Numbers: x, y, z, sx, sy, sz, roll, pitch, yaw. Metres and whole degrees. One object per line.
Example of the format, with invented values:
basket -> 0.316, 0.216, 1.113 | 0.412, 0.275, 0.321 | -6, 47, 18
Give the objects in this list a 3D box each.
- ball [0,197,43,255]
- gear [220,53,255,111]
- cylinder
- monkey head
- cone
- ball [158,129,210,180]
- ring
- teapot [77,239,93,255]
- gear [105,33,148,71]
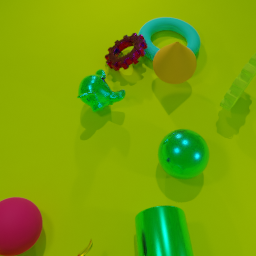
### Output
ball -> -2.431, 2.076, 5.951 | 1.186, 1.186, 1.186 | 0, 60, 0
gear -> 3.110, -1.229, 7.641 | 0.301, 1.630, 1.630 | 36, 66, 16
cylinder -> 0.731, 2.337, 5.781 | 1.103, 1.103, 1.103 | -4, 50, -2
monkey head -> -0.743, -1.038, 7.702 | 1.191, 0.998, 1.656 | -14, 30, 25
cone -> 1.296, -2.012, 7.580 | 1.266, 1.271, 1.266 | -1, 77, 6
ball -> 1.341, 0.633, 6.801 | 1.231, 1.231, 1.231 | 0, 60, 0
ring -> 1.361, -2.901, 9.275 | 2.086, 0.417, 2.086 | 2, 59, -3
teapot -> -0.778, 3.034, 5.618 | 0.733, 0.931, 1.497 | -10, 86, -30
gear -> -0.069, -2.389, 8.756 | 1.383, 0.256, 1.383 | -18, 48, 22
